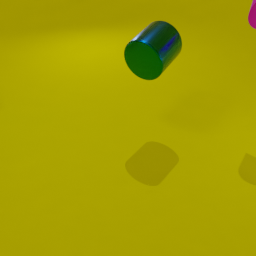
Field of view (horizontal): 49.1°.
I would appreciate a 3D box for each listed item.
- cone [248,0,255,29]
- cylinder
[{"bbox_3d":[3.251,-3.091,6.677,1.021,1.021,1.025,-2,57,-3],"label":"cone"},{"bbox_3d":[0.626,-1.913,6.924,1.079,1.079,1.079,22,53,26],"label":"cylinder"}]
